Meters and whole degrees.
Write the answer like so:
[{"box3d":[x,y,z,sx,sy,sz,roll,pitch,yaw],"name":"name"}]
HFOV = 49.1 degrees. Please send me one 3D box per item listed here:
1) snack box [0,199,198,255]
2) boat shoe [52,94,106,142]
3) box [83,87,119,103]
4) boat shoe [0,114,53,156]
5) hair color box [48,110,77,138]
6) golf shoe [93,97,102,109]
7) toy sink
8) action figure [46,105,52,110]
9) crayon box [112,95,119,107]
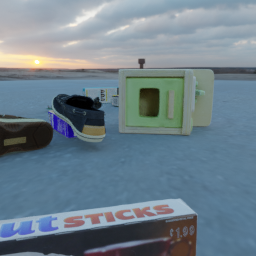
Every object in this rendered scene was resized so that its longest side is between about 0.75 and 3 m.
[{"box3d":[-0.805,1.069,1.762,2.597,0.934,0.316,-3,11,-14],"name":"snack box"},{"box3d":[-1.273,-0.489,7.217,0.963,0.803,2.580,1,22,-31],"name":"boat shoe"},{"box3d":[-1.417,-1.816,15.478,2.093,0.861,0.515,-5,13,-24],"name":"box"},{"box3d":[-3.017,0.133,6.153,0.973,0.971,2.630,21,11,39],"name":"boat shoe"},{"box3d":[-1.723,-0.195,8.536,0.932,0.553,1.705,-9,16,-32],"name":"hair color box"},{"box3d":[-1.721,-0.861,12.000,0.778,0.640,1.646,-18,6,21],"name":"golf shoe"},{"box3d":[1.224,-0.849,8.543,2.885,1.880,1.616,2,12,6],"name":"toy sink"},{"box3d":[-3.059,-0.849,12.402,1.084,0.296,0.640,10,12,27],"name":"action figure"},{"box3d":[0.409,-1.332,13.927,1.662,0.561,1.926,-8,14,-38],"name":"crayon box"}]
